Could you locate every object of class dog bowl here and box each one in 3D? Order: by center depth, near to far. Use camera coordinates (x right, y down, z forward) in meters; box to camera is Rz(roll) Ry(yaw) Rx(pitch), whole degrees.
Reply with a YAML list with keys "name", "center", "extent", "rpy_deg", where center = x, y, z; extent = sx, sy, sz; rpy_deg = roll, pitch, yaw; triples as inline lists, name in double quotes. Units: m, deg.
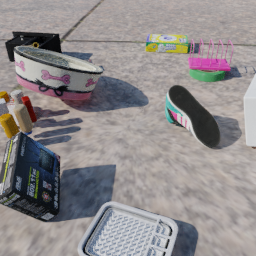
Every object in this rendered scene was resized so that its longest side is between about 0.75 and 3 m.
- name: "dog bowl"
  center: [-2.076, -1.602, 8.276]
  extent: [2.561, 0.944, 2.561]
  rpy_deg: [16, 17, -5]

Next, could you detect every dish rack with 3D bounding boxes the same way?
- name: "dish rack"
  center: [0.022, 1.799, 4.424]
  extent: [1.355, 0.295, 1.163]
  rpy_deg: [13, 37, 18]

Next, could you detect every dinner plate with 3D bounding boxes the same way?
- name: "dinner plate"
  center: [-3.167, -0.386, 7.677]
  extent: [1.179, 0.143, 1.179]
  rpy_deg: [6, 42, -5]

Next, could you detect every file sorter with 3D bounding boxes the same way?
- name: "file sorter"
  center: [2.929, -2.654, 9.989]
  extent: [1.401, 0.878, 0.973]
  rpy_deg: [4, 34, 6]

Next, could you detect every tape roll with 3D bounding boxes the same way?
- name: "tape roll"
  center: [2.869, -2.062, 10.162]
  extent: [1.250, 0.301, 1.250]
  rpy_deg: [0, 33, 0]

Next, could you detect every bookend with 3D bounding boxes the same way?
- name: "bookend"
  center: [-3.979, -2.999, 10.961]
  extent: [2.090, 0.963, 2.077]
  rpy_deg: [6, 34, 10]

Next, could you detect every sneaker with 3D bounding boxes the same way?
- name: "sneaker"
  center: [1.520, -0.200, 7.043]
  extent: [0.728, 1.051, 1.741]
  rpy_deg: [-35, 84, -8]

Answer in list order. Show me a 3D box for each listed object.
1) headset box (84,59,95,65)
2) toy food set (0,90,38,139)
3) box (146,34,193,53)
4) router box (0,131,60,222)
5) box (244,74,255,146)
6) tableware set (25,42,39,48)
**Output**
- name: "headset box"
  center: [-1.631, -2.334, 10.559]
  extent: [0.803, 0.301, 0.597]
  rpy_deg: [-9, 35, -12]
- name: "toy food set"
  center: [-2.821, -0.329, 7.090]
  extent: [0.856, 0.807, 1.793]
  rpy_deg: [-23, 34, -21]
- name: "box"
  center: [1.889, -3.802, 12.580]
  extent: [2.117, 0.512, 1.242]
  rpy_deg: [5, 35, 5]
- name: "router box"
  center: [-1.710, 0.849, 4.989]
  extent: [0.420, 1.013, 1.352]
  rpy_deg: [-33, 41, 18]
- name: "box"
  center: [3.971, -0.620, 6.718]
  extent: [1.821, 1.272, 2.391]
  rpy_deg: [3, 29, 33]
- name: "tableware set"
  center: [-3.168, -2.262, 9.681]
  extent: [0.891, 1.323, 0.203]
  rpy_deg: [-9, 5, -16]
